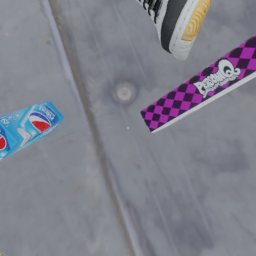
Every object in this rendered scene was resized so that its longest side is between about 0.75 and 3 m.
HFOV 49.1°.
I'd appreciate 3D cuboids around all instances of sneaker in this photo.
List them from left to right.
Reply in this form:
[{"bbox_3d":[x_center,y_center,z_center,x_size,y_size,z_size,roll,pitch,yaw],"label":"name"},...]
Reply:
[{"bbox_3d":[0.491,-1.992,4.249,1.240,1.070,2.829,17,40,-6],"label":"sneaker"}]

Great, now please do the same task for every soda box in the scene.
[{"bbox_3d":[-1.723,-0.018,4.798,0.516,1.522,0.488,-40,93,21],"label":"soda box"}]

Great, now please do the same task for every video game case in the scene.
[{"bbox_3d":[1.643,-0.872,4.160,2.208,2.437,0.436,-26,85,-50],"label":"video game case"}]

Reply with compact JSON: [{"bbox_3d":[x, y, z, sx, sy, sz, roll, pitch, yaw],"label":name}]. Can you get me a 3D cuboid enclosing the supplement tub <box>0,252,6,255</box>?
[{"bbox_3d":[-2.235,2.365,4.515,0.676,0.936,0.676,7,71,-21],"label":"supplement tub"}]
